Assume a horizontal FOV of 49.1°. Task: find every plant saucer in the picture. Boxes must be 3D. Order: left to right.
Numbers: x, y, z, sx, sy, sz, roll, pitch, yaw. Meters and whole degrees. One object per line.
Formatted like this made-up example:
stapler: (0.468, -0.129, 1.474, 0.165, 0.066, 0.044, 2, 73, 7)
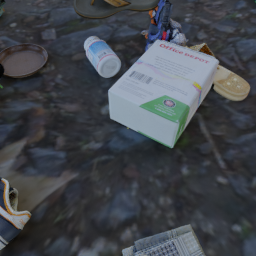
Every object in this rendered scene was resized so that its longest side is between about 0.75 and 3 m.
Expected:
plant saucer: (-3.251, -2.040, 8.595, 1.586, 0.254, 1.586, 0, 51, 0)

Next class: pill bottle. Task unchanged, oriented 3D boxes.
pill bottle: (-0.810, -2.170, 8.391, 0.731, 0.731, 1.344, -22, 54, -17)

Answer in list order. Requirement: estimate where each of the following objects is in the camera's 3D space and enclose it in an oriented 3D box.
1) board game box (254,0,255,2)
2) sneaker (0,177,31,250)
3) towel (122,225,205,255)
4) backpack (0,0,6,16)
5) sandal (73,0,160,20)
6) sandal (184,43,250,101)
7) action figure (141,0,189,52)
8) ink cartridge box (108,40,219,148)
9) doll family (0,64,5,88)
board game box: (6.187, -5.220, 11.210, 2.267, 0.266, 1.188, -7, 53, -6)
sneaker: (-2.759, 1.266, 5.515, 0.856, 0.846, 2.157, -40, 72, -22)
towel: (0.768, 2.549, 4.822, 1.471, 0.264, 1.528, -16, 52, -13)
backpack: (-5.150, -4.389, 10.020, 1.130, 0.985, 1.285, 4, 39, 9)
sandal: (-0.288, -3.680, 7.829, 2.501, 0.683, 1.022, -3, 77, -2)
sandal: (2.223, -1.946, 8.043, 1.086, 0.974, 2.961, -37, 60, -26)
action figure: (1.129, -3.158, 8.353, 1.204, 2.301, 2.226, -7, 48, -24)
ink cartridge box: (0.948, -1.000, 7.188, 1.837, 1.106, 2.529, 25, 56, 19)
doll family: (-4.304, -1.593, 7.708, 1.663, 1.129, 2.877, -37, 57, -21)
